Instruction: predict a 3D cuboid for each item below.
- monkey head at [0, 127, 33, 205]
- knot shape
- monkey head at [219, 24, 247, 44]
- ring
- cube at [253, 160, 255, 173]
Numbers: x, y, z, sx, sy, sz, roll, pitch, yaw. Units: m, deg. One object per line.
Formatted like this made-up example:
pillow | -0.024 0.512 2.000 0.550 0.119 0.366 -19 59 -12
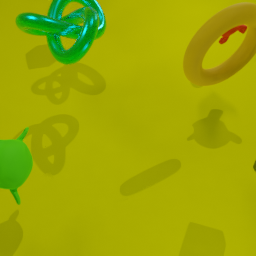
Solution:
monkey head | -2.343 0.698 5.390 0.900 1.075 1.494 9 77 -31
knot shape | -1.264 -2.158 6.023 2.001 0.925 1.872 -23 53 -16
monkey head | 3.114 -2.981 8.334 0.744 1.035 0.623 31 52 16
ring | 1.865 -1.532 5.399 1.793 1.793 0.359 -22 58 -12
cube | 2.868 0.623 4.887 0.888 0.888 0.888 16 20 6
